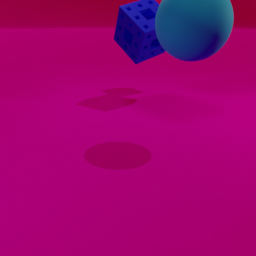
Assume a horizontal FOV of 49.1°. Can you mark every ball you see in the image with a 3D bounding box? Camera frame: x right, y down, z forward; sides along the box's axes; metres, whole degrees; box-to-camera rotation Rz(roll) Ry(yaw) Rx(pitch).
[{"bbox_3d":[1.149,-1.858,4.940,1.336,1.336,1.336,0,22,0],"label":"ball"}]

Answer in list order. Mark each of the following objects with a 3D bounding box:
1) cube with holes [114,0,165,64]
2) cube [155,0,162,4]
[{"bbox_3d":[0.497,-3.089,8.910,1.274,1.274,1.274,-28,68,-26],"label":"cube with holes"},{"bbox_3d":[1.481,-4.531,9.880,0.989,0.989,0.989,-23,30,-23],"label":"cube"}]
